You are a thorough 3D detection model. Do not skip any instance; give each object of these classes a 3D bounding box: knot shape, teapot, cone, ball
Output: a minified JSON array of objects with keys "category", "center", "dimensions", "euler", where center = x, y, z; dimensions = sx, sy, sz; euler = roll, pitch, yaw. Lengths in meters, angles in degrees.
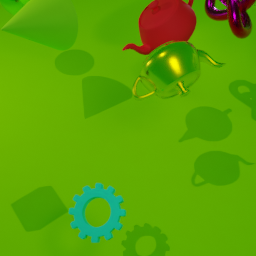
[{"category":"knot shape","center":[2.417,-3.066,6.505],"dimensions":[0.818,1.656,1.770],"euler":[-27,70,2]},{"category":"teapot","center":[0.912,-1.035,5.283],"dimensions":[1.902,1.183,0.931],"euler":[-26,75,-8]},{"category":"cone","center":[-2.440,-2.612,7.036],"dimensions":[1.669,1.669,1.675],"euler":[34,42,19]},{"category":"teapot","center":[0.734,-2.267,6.118],"dimensions":[2.092,1.024,1.301],"euler":[-48,44,0]},{"category":"ball","center":[-3.173,-3.962,8.282],"dimensions":[1.299,1.299,1.299],"euler":[0,58,0]}]

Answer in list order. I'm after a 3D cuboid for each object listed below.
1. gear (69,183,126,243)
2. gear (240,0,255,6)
[{"category":"gear","center":[-0.575,1.598,5.311],"dimensions":[1.053,0.195,1.053],"euler":[-3,69,7]},{"category":"gear","center":[3.371,-3.203,7.083],"dimensions":[1.178,0.218,1.178],"euler":[6,27,-3]}]
